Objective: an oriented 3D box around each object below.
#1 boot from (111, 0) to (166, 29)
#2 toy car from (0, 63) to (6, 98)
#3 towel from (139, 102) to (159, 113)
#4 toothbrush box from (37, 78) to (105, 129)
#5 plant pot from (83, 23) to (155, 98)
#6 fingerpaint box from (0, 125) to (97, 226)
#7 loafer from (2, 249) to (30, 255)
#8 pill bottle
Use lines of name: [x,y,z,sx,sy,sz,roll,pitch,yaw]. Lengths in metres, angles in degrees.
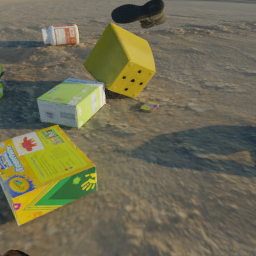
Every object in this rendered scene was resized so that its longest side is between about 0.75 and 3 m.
boot: [0.456,-4.147,10.671,2.026,0.707,1.334,-6,-5,8]
toy car: [-7.237,-2.655,14.040,2.221,2.133,2.704,2,20,-7]
towel: [0.987,-0.968,12.880,0.666,0.106,0.927,14,34,23]
toothbrush box: [-2.376,-1.174,12.239,1.874,1.108,2.573,10,34,17]
plant pot: [-0.190,-2.946,13.467,2.563,2.563,2.261,11,40,-42]
fingerpaint box: [-2.620,1.209,8.435,2.337,1.028,2.802,-19,36,-30]
loafer: [-2.149,2.985,6.015,1.532,0.544,0.559,16,35,24]
pill bottle: [-5.234,-7.184,21.682,2.642,1.482,1.482,-9,33,-14]
